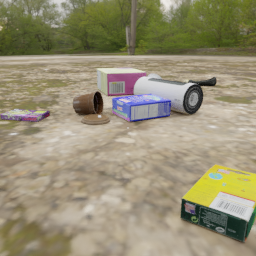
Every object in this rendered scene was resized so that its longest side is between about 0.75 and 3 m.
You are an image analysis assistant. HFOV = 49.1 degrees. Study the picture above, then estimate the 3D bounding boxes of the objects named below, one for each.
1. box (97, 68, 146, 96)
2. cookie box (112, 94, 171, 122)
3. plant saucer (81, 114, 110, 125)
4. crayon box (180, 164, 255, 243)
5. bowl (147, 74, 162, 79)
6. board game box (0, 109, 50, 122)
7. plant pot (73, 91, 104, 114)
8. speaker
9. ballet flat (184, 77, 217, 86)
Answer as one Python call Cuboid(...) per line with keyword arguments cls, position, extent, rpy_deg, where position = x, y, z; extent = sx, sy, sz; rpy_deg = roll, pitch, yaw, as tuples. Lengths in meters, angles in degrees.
Cuboid(cls="box", position=(-0.376, -2.289, 13.592), extent=(1.889, 1.038, 2.148), rpy_deg=(-6, 19, -18))
Cuboid(cls="cookie box", position=(0.423, -0.709, 9.312), extent=(1.543, 0.580, 1.320), rpy_deg=(-9, 19, -25))
Cuboid(cls="plant saucer", position=(-1.006, -0.278, 8.717), extent=(0.910, 0.134, 0.910), rpy_deg=(0, 16, 0))
Cuboid(cls="crayon box", position=(1.484, 1.021, 4.176), extent=(0.892, 0.357, 1.405), rpy_deg=(12, 22, 34))
Cuboid(cls="bowl", position=(1.173, -1.982, 13.038), extent=(1.019, 1.019, 0.458), rpy_deg=(14, 48, 38))
Cuboid(cls="board game box", position=(-3.323, -0.422, 9.098), extent=(1.313, 0.212, 0.788), rpy_deg=(5, 14, 14))
Cuboid(cls="plant pot", position=(-1.353, -0.796, 9.398), extent=(0.818, 0.826, 0.826), rpy_deg=(-3, 16, 20))
Cuboid(cls="speaker", position=(1.383, -1.236, 10.246), extent=(1.059, 1.059, 2.607), rpy_deg=(-13, 21, -35))
Cuboid(cls="ballet flat", position=(3.964, -2.580, 15.416), extent=(1.766, 0.502, 0.587), rpy_deg=(2, 18, 6))
